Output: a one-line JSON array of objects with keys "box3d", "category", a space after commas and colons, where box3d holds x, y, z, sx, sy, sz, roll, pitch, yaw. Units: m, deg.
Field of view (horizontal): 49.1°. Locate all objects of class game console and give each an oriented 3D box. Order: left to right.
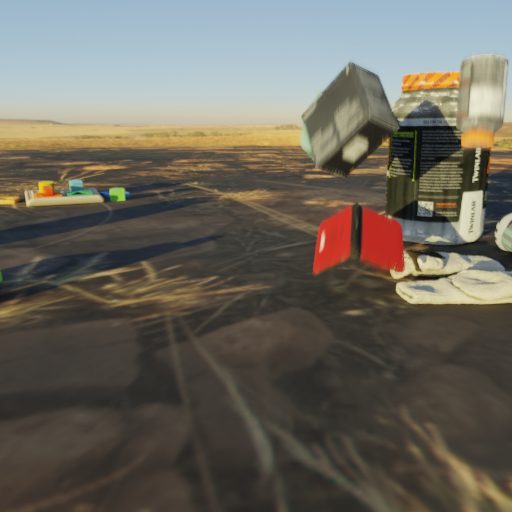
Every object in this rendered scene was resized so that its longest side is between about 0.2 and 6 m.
[{"box3d": [1.281, -0.110, 7.019, 0.919, 0.633, 1.066, -31, 25, 29], "category": "game console"}]

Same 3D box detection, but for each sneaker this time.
[{"box3d": [5.009, -0.273, 8.594, 2.358, 0.877, 1.032, -9, 23, 6], "category": "sneaker"}]

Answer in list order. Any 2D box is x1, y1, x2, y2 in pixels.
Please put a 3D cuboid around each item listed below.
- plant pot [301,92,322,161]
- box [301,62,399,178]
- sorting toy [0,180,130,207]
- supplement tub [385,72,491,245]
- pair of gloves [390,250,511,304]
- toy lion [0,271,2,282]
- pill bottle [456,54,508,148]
[{"box3d": [1.157, -1.781, 8.358, 0.826, 0.841, 0.824, 34, 1, 36], "category": "plant pot"}, {"box3d": [1.081, -1.590, 6.624, 0.499, 0.872, 0.958, 12, -37, -34], "category": "box"}, {"box3d": [-5.129, -1.697, 14.821, 3.578, 0.487, 2.015, -6, 15, -23], "category": "sorting toy"}, {"box3d": [3.217, -1.731, 9.931, 1.746, 2.851, 1.746, 0, 14, 0], "category": "supplement tub"}, {"box3d": [2.566, 0.217, 7.243, 1.644, 0.339, 1.933, 1, 14, 3], "category": "pair of gloves"}, {"box3d": [-3.769, 0.343, 6.641, 1.439, 0.494, 1.379, -10, 10, -36], "category": "toy lion"}, {"box3d": [3.074, -2.086, 7.667, 0.620, 1.168, 0.620, 5, 2, 0], "category": "pill bottle"}]
